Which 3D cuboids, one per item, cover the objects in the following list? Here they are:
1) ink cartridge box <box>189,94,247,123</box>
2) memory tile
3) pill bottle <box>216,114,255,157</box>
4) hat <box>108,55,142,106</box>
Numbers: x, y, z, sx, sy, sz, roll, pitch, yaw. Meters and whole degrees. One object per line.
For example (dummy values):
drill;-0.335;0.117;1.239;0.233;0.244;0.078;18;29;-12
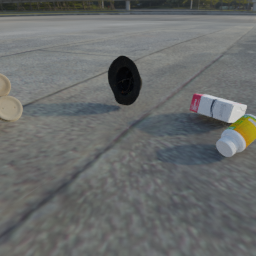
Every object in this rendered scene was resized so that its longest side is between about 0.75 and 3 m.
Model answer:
ink cartridge box;2.635;-0.589;8.220;0.934;0.544;1.290;-3;20;-45
memory tile;-4.404;-0.749;7.072;2.973;2.278;0.250;-28;-1;-40
pill bottle;2.600;0.193;6.591;1.097;0.609;0.609;-35;38;-23
hat;0.061;-1.602;9.410;0.671;1.664;1.664;-13;27;-40
